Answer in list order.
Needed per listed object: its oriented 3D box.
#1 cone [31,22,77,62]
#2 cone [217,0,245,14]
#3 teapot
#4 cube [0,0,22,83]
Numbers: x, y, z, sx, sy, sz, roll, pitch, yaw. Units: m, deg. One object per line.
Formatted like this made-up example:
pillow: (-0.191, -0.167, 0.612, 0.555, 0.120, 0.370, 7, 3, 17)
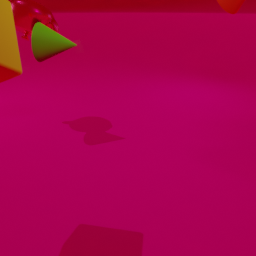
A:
cone: (-1.709, -2.054, 6.840, 0.943, 0.940, 0.940, 5, 25, 4)
cone: (3.052, -3.833, 7.331, 1.167, 1.167, 1.172, -20, 0, -37)
teapot: (-2.566, -2.811, 7.510, 1.971, 0.965, 1.226, 19, 3, 7)
cube: (-1.942, -1.013, 3.085, 0.979, 0.979, 0.979, -16, -10, 18)
